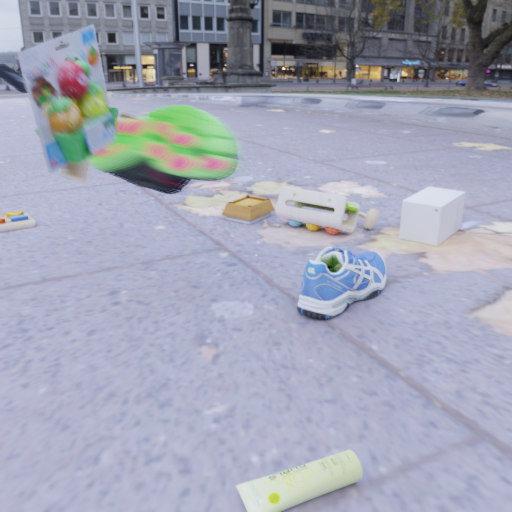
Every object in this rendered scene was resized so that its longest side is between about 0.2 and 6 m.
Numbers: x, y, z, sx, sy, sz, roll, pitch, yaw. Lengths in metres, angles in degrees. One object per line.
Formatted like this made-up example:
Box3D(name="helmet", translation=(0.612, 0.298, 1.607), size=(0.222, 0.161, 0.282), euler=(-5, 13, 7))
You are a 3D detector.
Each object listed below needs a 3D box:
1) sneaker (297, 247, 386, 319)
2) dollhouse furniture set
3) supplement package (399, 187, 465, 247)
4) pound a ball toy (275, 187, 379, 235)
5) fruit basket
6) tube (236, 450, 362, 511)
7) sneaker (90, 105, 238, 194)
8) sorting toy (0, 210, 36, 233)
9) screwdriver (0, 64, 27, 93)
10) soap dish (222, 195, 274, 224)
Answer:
Box3D(name="sneaker", translation=(1.622, 0.285, 9.855), size=(0.929, 0.945, 2.454), euler=(12, 23, 33))
Box3D(name="dollhouse furniture set", translation=(-3.182, -2.405, 11.594), size=(1.464, 1.848, 1.312), euler=(16, -14, -32))
Box3D(name="supplement package", translation=(4.110, -0.955, 13.059), size=(0.941, 0.952, 1.571), euler=(15, 26, 34))
Box3D(name="pound a ball toy", translation=(1.708, -0.964, 13.523), size=(2.117, 0.899, 1.381), euler=(15, 0, 34))
Box3D(name="fruit basket", translation=(-2.070, -1.799, 6.430), size=(0.638, 1.361, 1.260), euler=(17, 39, 17))
Box3D(name="tube", translation=(0.457, 2.279, 5.602), size=(1.238, 0.321, 0.359), euler=(-12, -15, -17))
Box3D(name="sneaker", translation=(-1.421, -1.712, 9.409), size=(3.152, 1.209, 1.320), euler=(12, -10, 40))
Box3D(name="sorting toy", translation=(-6.437, -0.850, 13.748), size=(1.747, 0.257, 1.291), euler=(-12, 24, -30))
Box3D(name="screwdriver", translation=(-4.257, -3.085, 11.327), size=(0.299, 2.145, 0.312), euler=(-34, 39, 23))
Box3D(name="soap dish", translation=(-0.195, -1.208, 14.394), size=(0.896, 0.462, 1.138), euler=(13, 24, 31))
